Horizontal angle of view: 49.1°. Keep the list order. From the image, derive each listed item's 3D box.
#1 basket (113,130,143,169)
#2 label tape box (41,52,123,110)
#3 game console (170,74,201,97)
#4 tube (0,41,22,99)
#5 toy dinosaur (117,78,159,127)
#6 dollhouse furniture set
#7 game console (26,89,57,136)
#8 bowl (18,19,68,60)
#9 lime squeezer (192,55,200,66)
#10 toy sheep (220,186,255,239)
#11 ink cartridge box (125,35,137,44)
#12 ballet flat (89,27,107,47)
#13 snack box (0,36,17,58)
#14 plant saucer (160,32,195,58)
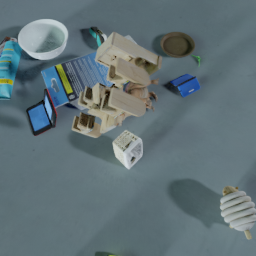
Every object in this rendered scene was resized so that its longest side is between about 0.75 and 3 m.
[{"bbox_3d":[-0.013,0.751,9.849,0.737,1.194,0.809,36,66,26],"label":"basket"},{"bbox_3d":[-1.865,-1.857,11.476,2.767,0.915,1.983,-23,63,-9],"label":"label tape box"},{"bbox_3d":[2.432,-1.816,11.903,0.975,0.577,0.832,-28,95,-14],"label":"game console"},{"bbox_3d":[-5.205,-2.405,11.970,1.098,0.714,2.835,-2,64,13],"label":"tube"},{"bbox_3d":[0.232,-1.312,11.099,1.769,1.120,2.610,11,55,13],"label":"toy dinosaur"},{"bbox_3d":[-0.155,-1.086,8.066,1.708,2.411,2.625,20,65,-26],"label":"dollhouse furniture set"},{"bbox_3d":[-3.345,-0.614,10.741,0.827,1.200,1.393,-13,60,-28],"label":"game console"},{"bbox_3d":[-3.678,-3.768,12.507,2.140,0.962,2.140,0,60,0],"label":"bowl"},{"bbox_3d":[3.140,-3.078,12.593,0.267,0.143,0.756,-16,63,-9],"label":"lime squeezer"},{"bbox_3d":[3.463,2.616,8.798,1.166,1.166,1.691,-16,62,-9],"label":"toy sheep"},{"bbox_3d":[-0.069,-3.508,12.749,1.161,0.361,1.442,-27,60,-14],"label":"ink cartridge box"},{"bbox_3d":[-1.310,-4.264,13.071,0.514,0.511,1.502,-20,62,-20],"label":"ballet flat"},{"bbox_3d":[-5.708,-3.569,12.837,0.556,0.188,1.547,15,62,8],"label":"snack box"},{"bbox_3d":[2.287,-3.820,12.958,1.604,0.236,1.604,0,60,0],"label":"plant saucer"}]
